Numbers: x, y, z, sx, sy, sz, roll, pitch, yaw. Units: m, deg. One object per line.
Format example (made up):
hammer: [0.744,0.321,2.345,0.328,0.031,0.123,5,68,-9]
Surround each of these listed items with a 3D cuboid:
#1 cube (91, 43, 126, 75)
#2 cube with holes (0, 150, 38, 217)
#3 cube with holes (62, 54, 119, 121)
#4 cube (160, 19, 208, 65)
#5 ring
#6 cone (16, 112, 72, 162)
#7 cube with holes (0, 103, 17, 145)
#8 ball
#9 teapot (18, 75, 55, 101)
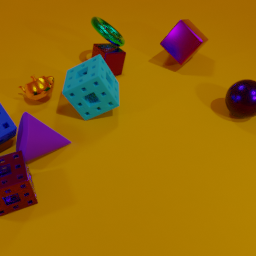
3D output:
cube: [-0.688,-2.335,9.546,0.832,0.832,0.832,-13,43,-34]
cube with holes: [-2.516,1.175,5.943,0.866,0.866,0.866,-17,46,-17]
cube with holes: [-1.003,-1.135,7.916,1.116,1.116,1.116,-22,41,17]
cube: [1.963,-3.005,9.753,1.067,1.067,1.067,46,33,3]
ring: [-0.667,-3.253,9.460,1.377,0.275,1.377,34,24,-18]
cone: [-2.015,0.309,7.043,1.269,1.265,1.265,8,37,-31]
cube with holes: [-3.465,-0.067,6.729,1.071,1.071,1.071,-35,93,-26]
ball: [3.317,-0.820,7.893,1.100,1.100,1.100,0,43,0]
teapot: [-2.745,-1.252,8.439,1.405,0.688,0.874,-14,22,28]
